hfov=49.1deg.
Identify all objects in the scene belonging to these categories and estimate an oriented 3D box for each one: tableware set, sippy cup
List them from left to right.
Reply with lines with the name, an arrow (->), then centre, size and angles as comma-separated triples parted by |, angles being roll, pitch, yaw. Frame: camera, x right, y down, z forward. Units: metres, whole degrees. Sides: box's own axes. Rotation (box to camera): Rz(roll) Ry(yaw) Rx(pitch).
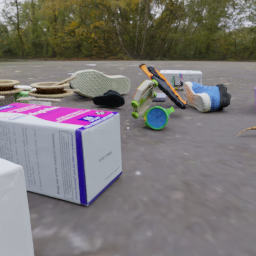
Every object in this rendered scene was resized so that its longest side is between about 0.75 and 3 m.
tableware set -> -2.637, -1.099, 7.148 | 2.504, 0.502, 1.655 | 4, 17, 6
sippy cup -> 0.782, -0.272, 6.969 | 0.731, 0.574, 0.536 | 8, 10, 20

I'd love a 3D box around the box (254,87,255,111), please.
box -> 4.886, -1.042, 8.644 | 1.497, 0.823, 1.702 | 0, 16, 36

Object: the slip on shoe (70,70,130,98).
slip on shoe -> -1.154, -1.751, 11.290 | 0.898, 1.087, 2.934 | 9, 11, 41

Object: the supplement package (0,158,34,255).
supplement package -> -1.902, 0.780, 1.943 | 2.317, 1.269, 1.318 | 10, 19, 33

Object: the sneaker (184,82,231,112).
sneaker -> 2.682, -1.121, 9.465 | 1.151, 0.794, 2.069 | -8, 21, -7

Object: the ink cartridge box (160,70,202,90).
ink cartridge box -> 2.600, -2.409, 13.971 | 2.005, 0.842, 1.452 | 3, 16, 10

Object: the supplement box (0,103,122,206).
supplement box -> -1.230, 0.273, 4.192 | 2.042, 1.055, 1.033 | 5, 18, 23

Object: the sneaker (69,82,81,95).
sneaker -> -1.940, -1.693, 11.720 | 0.906, 0.827, 2.239 | -7, 3, 16

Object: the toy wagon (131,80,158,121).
toy wagon -> 0.413, -0.660, 7.314 | 0.244, 1.231, 0.955 | 30, 60, 21

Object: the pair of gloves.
pair of gloves -> 1.203, -1.334, 8.834 | 1.847, 0.256, 2.073 | 47, 17, 2

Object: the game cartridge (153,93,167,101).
game cartridge -> 1.154, -1.221, 11.024 | 0.732, 0.217, 1.128 | -1, 15, 13

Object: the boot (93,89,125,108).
boot -> -0.477, -1.048, 9.656 | 1.207, 0.461, 1.014 | 2, 20, 26

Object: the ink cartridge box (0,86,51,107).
ink cartridge box -> -3.459, -0.792, 8.359 | 1.872, 0.786, 1.362 | 3, 17, 9

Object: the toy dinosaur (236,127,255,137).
toy dinosaur -> 3.240, 0.009, 6.251 | 1.426, 0.431, 0.757 | 8, 19, 28
